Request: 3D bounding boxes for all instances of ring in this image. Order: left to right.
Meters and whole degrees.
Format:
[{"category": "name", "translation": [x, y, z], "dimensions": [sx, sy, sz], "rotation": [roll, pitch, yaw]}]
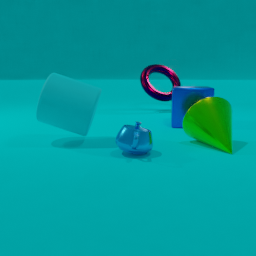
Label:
[{"category": "ring", "translation": [1.464, -2.030, 12.482], "dimensions": [1.948, 1.948, 0.390], "rotation": [-4, -26, -21]}]

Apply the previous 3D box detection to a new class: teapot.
[{"category": "teapot", "translation": [0.154, 0.170, 5.792], "dimensions": [0.793, 0.624, 1.275], "rotation": [12, 8, 0]}]

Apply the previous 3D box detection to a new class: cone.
[{"category": "cone", "translation": [2.001, 0.153, 6.184], "dimensions": [1.233, 1.233, 1.238], "rotation": [-2, 38, -12]}]

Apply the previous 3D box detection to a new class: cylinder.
[{"category": "cylinder", "translation": [-1.377, -0.548, 6.653], "dimensions": [1.207, 1.207, 1.207], "rotation": [18, 10, -5]}]

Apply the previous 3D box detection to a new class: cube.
[{"category": "cube", "translation": [2.007, -0.691, 8.909], "dimensions": [1.220, 1.220, 1.220], "rotation": [1, 11, 8]}]
